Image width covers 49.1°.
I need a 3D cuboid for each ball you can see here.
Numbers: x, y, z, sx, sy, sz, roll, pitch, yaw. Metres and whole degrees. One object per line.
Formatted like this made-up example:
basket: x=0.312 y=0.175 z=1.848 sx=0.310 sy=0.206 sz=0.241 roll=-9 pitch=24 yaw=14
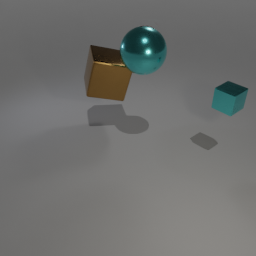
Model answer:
ball: x=0.453 y=-2.280 z=8.301 sx=1.400 sy=1.400 sz=1.400 roll=0 pitch=30 yaw=0

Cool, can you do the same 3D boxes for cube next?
cube: x=3.033 y=-0.889 z=8.377 sx=0.700 sy=0.700 sz=0.700 roll=-27 pitch=43 yaw=-31
cube: x=-0.760 y=-1.992 z=10.200 sx=1.400 sy=1.400 sz=1.400 roll=5 pitch=37 yaw=-18
